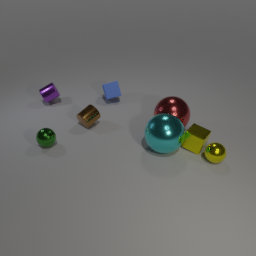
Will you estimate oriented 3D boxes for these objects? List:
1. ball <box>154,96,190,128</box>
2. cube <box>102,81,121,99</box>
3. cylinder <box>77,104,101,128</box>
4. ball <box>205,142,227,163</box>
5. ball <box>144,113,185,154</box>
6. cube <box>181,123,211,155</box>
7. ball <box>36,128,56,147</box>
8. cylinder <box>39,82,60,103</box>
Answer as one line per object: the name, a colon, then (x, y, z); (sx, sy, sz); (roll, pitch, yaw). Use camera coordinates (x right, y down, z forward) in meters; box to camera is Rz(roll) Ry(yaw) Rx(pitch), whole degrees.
ball: (1.694, -0.528, 10.811); (1.400, 1.400, 1.400); (0, 32, 0)
cube: (-0.764, -1.761, 13.085); (0.700, 0.700, 0.700); (-16, 8, -6)
cylinder: (-1.579, -0.474, 11.239); (0.700, 0.700, 0.700); (28, 61, 37)
ball: (2.924, 0.823, 9.354); (0.700, 0.700, 0.700); (0, 32, 0)
ball: (1.267, 0.185, 9.701); (1.400, 1.400, 1.400); (0, 32, 0)
cube: (2.428, 0.382, 9.964); (0.700, 0.700, 0.700); (28, 41, 23)
ball: (-2.952, 0.338, 10.102); (0.700, 0.700, 0.700); (0, 32, 0)
cylinder: (-3.574, -1.618, 12.806); (0.700, 0.700, 0.700); (-31, 37, -3)
